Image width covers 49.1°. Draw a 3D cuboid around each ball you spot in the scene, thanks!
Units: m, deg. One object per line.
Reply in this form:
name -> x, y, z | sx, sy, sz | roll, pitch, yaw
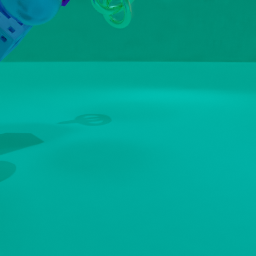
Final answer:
ball -> -1.749, -2.431, 5.002 | 1.124, 1.124, 1.124 | 0, 14, 0

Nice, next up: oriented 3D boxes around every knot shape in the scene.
knot shape -> -0.384, -3.945, 8.985 | 1.620, 1.516, 0.749 | -10, 45, -6

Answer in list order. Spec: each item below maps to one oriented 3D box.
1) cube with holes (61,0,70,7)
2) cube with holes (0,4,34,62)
cube with holes -> -1.839, -3.827, 6.833 | 1.000, 1.000, 1.000 | -35, -16, 34
cube with holes -> -2.827, -2.184, 5.948 | 1.068, 1.068, 1.068 | -30, 28, 37
